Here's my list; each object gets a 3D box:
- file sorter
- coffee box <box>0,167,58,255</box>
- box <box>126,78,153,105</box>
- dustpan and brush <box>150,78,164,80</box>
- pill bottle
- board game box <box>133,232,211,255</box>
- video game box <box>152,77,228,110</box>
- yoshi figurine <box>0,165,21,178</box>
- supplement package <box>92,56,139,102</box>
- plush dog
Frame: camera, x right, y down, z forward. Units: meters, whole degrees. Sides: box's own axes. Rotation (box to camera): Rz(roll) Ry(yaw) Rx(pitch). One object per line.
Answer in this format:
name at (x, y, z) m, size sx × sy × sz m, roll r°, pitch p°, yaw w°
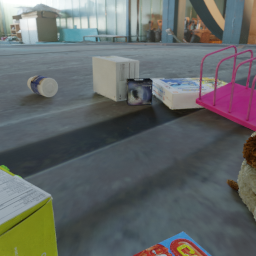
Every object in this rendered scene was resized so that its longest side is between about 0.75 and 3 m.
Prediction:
file sorter at (3.429, -1.233, 7.878) m, size 1.715 × 1.548 × 2.468 m, roll -25°, pitch 37°, yaw -25°
coffee box at (-1.484, 1.201, 2.642) m, size 1.180 × 1.191 × 1.193 m, roll 15°, pitch 25°, yaw 35°
box at (0.397, -1.276, 9.847) m, size 0.873 × 0.866 × 0.538 m, roll -3°, pitch 20°, yaw -7°
dustpan and brush at (0.807, -1.974, 12.546) m, size 1.090 × 0.447 × 1.562 m, roll 2°, pitch 11°, yaw 39°
pill bottle at (-3.459, -1.704, 11.197) m, size 0.742 × 0.742 × 1.337 m, roll -19°, pitch 27°, yaw -42°
board game box at (0.394, 1.719, 2.356) m, size 1.462 × 0.417 × 1.493 m, roll -13°, pitch 24°, yaw -29°
video game box at (2.481, -1.366, 10.461) m, size 2.743 × 0.642 × 2.499 m, roll -4°, pitch 23°, yaw -11°
yoshi figurine at (-1.836, 0.781, 3.798) m, size 0.972 × 0.546 × 0.544 m, roll 18°, pitch 55°, yaw -19°
supplement package at (-0.513, -1.988, 10.918) m, size 1.034 × 1.452 × 1.864 m, roll -13°, pitch 25°, yaw -31°
plush dog at (2.125, 0.559, 4.202) m, size 1.537 × 1.320 × 1.233 m, roll -14°, pitch 24°, yaw -33°
